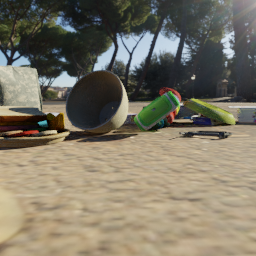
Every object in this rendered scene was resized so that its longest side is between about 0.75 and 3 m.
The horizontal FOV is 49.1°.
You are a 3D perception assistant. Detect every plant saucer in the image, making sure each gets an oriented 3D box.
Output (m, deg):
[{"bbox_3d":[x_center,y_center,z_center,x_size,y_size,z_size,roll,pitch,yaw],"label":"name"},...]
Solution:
[{"bbox_3d":[3.822,-0.845,13.058,2.563,0.398,2.563,18,15,-5],"label":"plant saucer"}]

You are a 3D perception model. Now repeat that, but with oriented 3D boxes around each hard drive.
[{"bbox_3d":[2.078,-0.703,13.610,2.569,0.544,1.733,-8,5,12],"label":"hard drive"}]

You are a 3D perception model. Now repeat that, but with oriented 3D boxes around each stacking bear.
[{"bbox_3d":[1.710,-0.815,12.131,1.002,1.071,1.763,8,41,12],"label":"stacking bear"}]

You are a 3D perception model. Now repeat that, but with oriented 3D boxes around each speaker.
[{"bbox_3d":[0.970,-0.559,9.523,1.543,0.683,0.683,-37,-3,15],"label":"speaker"}]

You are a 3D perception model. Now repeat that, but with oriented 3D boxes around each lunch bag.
[{"bbox_3d":[-5.328,-1.561,13.008,1.590,2.704,2.217,6,10,40],"label":"lunch bag"}]

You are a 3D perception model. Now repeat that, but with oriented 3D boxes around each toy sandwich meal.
[{"bbox_3d":[-3.029,-0.127,8.271,2.828,0.969,2.828,0,7,0],"label":"toy sandwich meal"}]

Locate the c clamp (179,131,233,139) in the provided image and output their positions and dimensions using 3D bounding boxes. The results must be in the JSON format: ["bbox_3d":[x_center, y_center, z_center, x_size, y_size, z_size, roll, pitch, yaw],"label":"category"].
[{"bbox_3d":[2.520,0.210,8.957,1.579,0.214,1.349,1,2,19],"label":"c clamp"}]

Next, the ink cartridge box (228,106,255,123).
[{"bbox_3d":[6.107,-0.678,13.794,2.222,0.754,1.279,2,7,17],"label":"ink cartridge box"}]

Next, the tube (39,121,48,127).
[{"bbox_3d":[-3.703,-0.171,11.529,1.521,0.383,0.589,-10,-2,-32],"label":"tube"}]

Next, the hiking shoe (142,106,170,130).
[{"bbox_3d":[1.031,-0.326,11.351,0.968,0.831,2.233,7,16,-3],"label":"hiking shoe"}]

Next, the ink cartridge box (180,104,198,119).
[{"bbox_3d":[2.800,-1.027,16.561,2.361,0.801,1.359,4,8,28],"label":"ink cartridge box"}]

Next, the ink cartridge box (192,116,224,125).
[{"bbox_3d":[3.719,-0.371,12.889,1.932,0.379,0.961,-5,8,-43],"label":"ink cartridge box"}]

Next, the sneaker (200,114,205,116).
[{"bbox_3d":[4.217,-0.689,15.462,0.515,0.488,1.254,-2,-3,17],"label":"sneaker"}]

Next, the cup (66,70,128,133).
[{"bbox_3d":[-0.849,-0.723,9.968,2.194,2.194,1.569,3,-17,27],"label":"cup"}]

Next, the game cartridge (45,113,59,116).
[{"bbox_3d":[-4.765,-0.762,16.732,0.898,0.280,1.349,10,11,33],"label":"game cartridge"}]

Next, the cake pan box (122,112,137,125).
[{"bbox_3d":[-0.679,-0.454,13.091,1.958,0.512,1.803,-2,5,-17],"label":"cake pan box"}]
